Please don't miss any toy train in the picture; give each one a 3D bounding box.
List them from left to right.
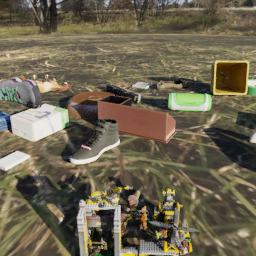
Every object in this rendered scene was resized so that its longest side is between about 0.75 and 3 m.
[{"bbox_3d":[-0.220,-1.838,14.714,0.655,0.488,2.861,-2,20,-36],"label":"toy train"}]

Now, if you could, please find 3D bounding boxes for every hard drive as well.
[{"bbox_3d":[-3.592,1.000,8.650,0.587,0.117,0.891,13,27,28],"label":"hard drive"}]

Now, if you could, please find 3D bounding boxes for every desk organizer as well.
[{"bbox_3d":[0.305,-0.417,10.608,2.920,1.124,1.047,12,27,25],"label":"desk organizer"}]

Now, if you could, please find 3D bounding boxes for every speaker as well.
[{"bbox_3d":[2.779,-1.182,12.769,1.874,0.829,0.829,3,24,6],"label":"speaker"}]

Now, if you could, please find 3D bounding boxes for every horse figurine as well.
[{"bbox_3d":[-4.697,-2.461,15.714,2.474,0.617,1.639,-7,41,-36],"label":"horse figurine"}]

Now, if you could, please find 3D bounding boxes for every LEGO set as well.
[{"bbox_3d":[0.063,1.662,5.499,2.484,1.439,1.910,4,24,10],"label":"LEGO set"}]

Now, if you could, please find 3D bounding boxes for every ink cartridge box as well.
[{"bbox_3d":[-3.331,-0.244,10.677,1.273,0.766,1.751,16,29,30],"label":"ink cartridge box"}]

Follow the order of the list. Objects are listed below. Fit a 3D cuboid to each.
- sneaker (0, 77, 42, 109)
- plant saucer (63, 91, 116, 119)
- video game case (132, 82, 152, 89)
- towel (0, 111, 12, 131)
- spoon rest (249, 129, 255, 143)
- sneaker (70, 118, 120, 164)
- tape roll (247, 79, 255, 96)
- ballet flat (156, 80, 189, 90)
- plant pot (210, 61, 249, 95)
[{"bbox_3d":[-3.359,-0.947,8.245,1.022,0.869,2.335,-20,23,-34],"label":"sneaker"},{"bbox_3d":[-1.570,-1.195,13.153,2.913,0.533,2.913,1,23,0],"label":"plant saucer"},{"bbox_3d":[0.855,-2.549,16.726,0.899,0.108,0.986,11,25,23],"label":"video game case"},{"bbox_3d":[-5.408,-0.381,11.338,1.973,0.479,1.102,19,30,38],"label":"towel"},{"bbox_3d":[4.702,0.664,8.477,1.463,0.893,2.945,-2,23,-6],"label":"spoon rest"},{"bbox_3d":[-1.066,0.326,9.010,0.760,1.066,2.148,19,31,33],"label":"sneaker"},{"bbox_3d":[7.203,-2.257,15.611,1.977,0.475,1.977,0,23,0],"label":"tape roll"},{"bbox_3d":[2.610,-2.592,16.323,2.163,0.501,0.729,-8,25,-18],"label":"ballet flat"},{"bbox_3d":[5.328,-2.725,15.302,1.745,1.733,1.785,0,9,1],"label":"plant pot"}]
